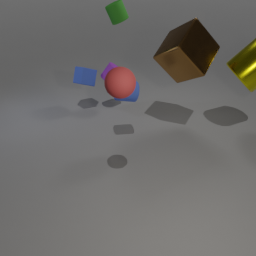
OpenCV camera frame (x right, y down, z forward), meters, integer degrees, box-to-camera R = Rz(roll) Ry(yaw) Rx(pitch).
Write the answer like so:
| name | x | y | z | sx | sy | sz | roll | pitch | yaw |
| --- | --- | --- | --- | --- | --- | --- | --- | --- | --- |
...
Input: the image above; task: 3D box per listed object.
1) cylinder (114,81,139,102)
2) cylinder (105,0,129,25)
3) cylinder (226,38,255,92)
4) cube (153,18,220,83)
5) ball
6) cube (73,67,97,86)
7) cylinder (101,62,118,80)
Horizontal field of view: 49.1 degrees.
| name | x | y | z | sx | sy | sz | roll | pitch | yaw |
| --- | --- | --- | --- | --- | --- | --- | --- | --- | --- |
| cylinder | -0.064 | -1.242 | 9.340 | 0.700 | 0.700 | 0.700 | 3 | 28 | -20 |
| cylinder | -0.421 | -4.422 | 10.702 | 0.700 | 0.700 | 0.700 | -20 | 29 | 12 |
| cylinder | 4.452 | -2.220 | 9.805 | 1.400 | 1.400 | 1.400 | 39 | 25 | -22 |
| cube | 2.029 | -2.635 | 9.759 | 1.400 | 1.400 | 1.400 | -4 | 50 | 59 |
| ball | -0.173 | -1.001 | 6.200 | 0.700 | 0.700 | 0.700 | 0 | 30 | 0 |
| cube | -1.836 | -2.196 | 11.937 | 0.700 | 0.700 | 0.700 | 4 | 10 | -40 |
| cylinder | -0.685 | -2.295 | 11.848 | 0.700 | 0.700 | 0.700 | 35 | 19 | -14 |
